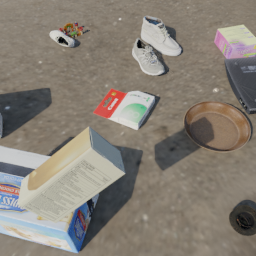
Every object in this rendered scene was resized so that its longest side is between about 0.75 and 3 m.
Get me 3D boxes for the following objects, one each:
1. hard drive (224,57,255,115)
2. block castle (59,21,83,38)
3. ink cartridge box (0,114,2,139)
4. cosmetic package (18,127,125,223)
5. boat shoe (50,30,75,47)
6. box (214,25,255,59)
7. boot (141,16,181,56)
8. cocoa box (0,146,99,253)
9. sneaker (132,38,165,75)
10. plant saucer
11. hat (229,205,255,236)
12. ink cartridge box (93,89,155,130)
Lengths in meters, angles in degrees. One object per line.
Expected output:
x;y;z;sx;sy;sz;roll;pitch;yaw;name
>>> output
4.758;-1.623;10.481;1.815;0.570;2.691;-5;52;-4;hard drive
-2.598;-4.463;12.786;0.973;0.456;0.650;-28;57;-20;block castle
-5.430;-0.338;8.710;2.447;1.794;1.016;-9;52;-8;ink cartridge box
-0.909;0.787;4.514;1.573;0.827;0.559;-36;35;14;cosmetic package
-2.969;-3.893;12.279;1.356;0.488;0.445;34;30;15;boat shoe
4.643;-3.658;12.001;1.263;0.694;1.436;-13;52;-10;box
1.406;-3.999;12.043;2.185;1.044;0.803;37;60;25;boot
-2.266;1.804;7.047;2.594;1.730;1.702;11;53;8;cocoa box
0.757;-2.869;11.300;0.746;0.818;1.996;-27;57;-20;sneaker
2.903;-0.001;9.326;2.174;0.398;2.174;0;52;0;plant saucer
3.082;2.491;7.409;0.852;0.344;0.852;-3;50;4;hat
-0.140;-0.823;9.964;1.791;0.448;1.441;23;55;15;ink cartridge box
